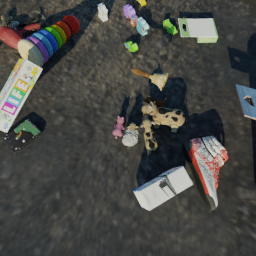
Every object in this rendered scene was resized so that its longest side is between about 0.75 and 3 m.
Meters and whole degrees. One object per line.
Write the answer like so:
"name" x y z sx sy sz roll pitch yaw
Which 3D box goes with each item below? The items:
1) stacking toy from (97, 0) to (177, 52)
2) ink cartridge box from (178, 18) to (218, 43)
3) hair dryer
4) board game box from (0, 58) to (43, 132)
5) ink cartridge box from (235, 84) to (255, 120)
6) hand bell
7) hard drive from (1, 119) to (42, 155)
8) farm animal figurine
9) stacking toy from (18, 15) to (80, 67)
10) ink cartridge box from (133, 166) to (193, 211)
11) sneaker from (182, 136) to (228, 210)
"stacking toy" 0.320 -4.257 10.897 2.050 0.639 2.719 -30 66 -15
"ink cartridge box" 2.661 -3.764 10.788 1.412 0.338 1.027 -2 62 -1
"hair dryer" -4.008 -3.728 10.623 1.715 0.612 2.251 -9 63 -6
"board game box" -3.146 -1.035 7.744 0.454 2.650 1.781 29 90 -27
"ink cartridge box" 4.238 -0.405 8.224 2.128 0.540 2.415 15 32 7
"hand bell" 0.579 -1.503 8.024 1.042 0.542 0.542 23 64 10
"hard drive" -3.295 0.263 8.704 0.711 0.192 1.017 40 69 19
"farm animal figurine" 0.625 -0.170 8.472 1.998 1.005 1.614 -38 68 -18
"stacking toy" -2.737 -3.310 10.263 1.085 1.085 2.541 31 59 15
"ink cartridge box" 0.906 1.585 7.460 1.348 0.974 0.568 -27 84 -13
"sneaker" 2.398 1.170 7.924 1.120 0.698 2.091 -15 60 -5
